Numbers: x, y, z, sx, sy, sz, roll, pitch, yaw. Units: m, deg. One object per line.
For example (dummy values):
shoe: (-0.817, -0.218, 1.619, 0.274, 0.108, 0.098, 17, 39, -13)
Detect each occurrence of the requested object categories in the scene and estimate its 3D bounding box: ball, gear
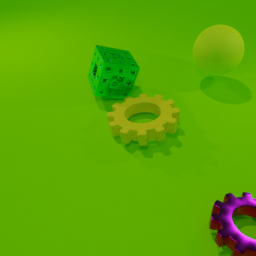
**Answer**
ball: (2.572, -2.211, 8.008, 1.397, 1.397, 1.397, 0, 42, 0)
gear: (2.115, 1.687, 4.763, 1.387, 0.257, 1.387, 1, 33, -1)
gear: (0.377, -0.262, 6.961, 1.744, 0.323, 1.744, -5, 37, 4)

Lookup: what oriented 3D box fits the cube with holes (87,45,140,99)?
cube with holes: (-0.439, -1.549, 7.842, 1.023, 1.023, 1.023, 3, 39, -25)
